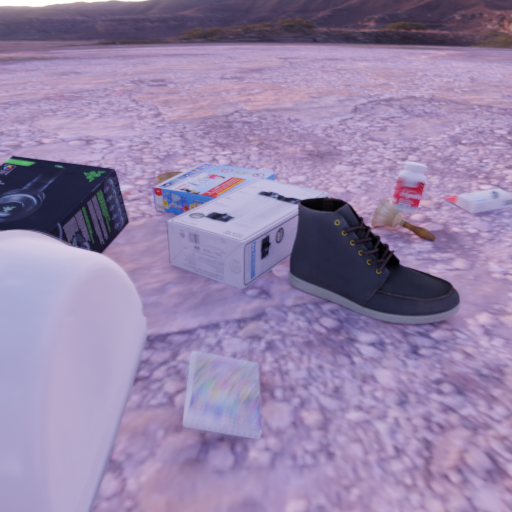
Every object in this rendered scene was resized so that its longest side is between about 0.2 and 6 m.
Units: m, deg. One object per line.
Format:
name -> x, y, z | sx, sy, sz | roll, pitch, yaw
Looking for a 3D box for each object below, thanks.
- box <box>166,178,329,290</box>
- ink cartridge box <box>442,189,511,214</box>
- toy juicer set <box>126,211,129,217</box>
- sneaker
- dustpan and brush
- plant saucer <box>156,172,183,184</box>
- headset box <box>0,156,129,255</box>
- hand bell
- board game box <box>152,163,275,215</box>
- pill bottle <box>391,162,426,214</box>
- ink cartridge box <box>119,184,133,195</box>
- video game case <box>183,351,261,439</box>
box -> -0.049, -0.516, 9.928 | 1.622, 0.836, 2.781 | 16, 31, 30
ink cartridge box -> 4.823, -1.273, 12.166 | 1.144, 0.256, 1.008 | -10, 29, -20
toy juicer set -> -3.305, -0.847, 10.822 | 1.407, 0.602, 2.211 | 14, 31, 26
sneaker -> 1.662, 0.033, 8.144 | 2.644, 1.405, 0.989 | 14, 29, 26
dustpan and brush -> -1.827, 0.436, 4.142 | 1.023, 3.574, 2.494 | 6, 49, 5
plant saucer -> -1.908, -1.795, 13.334 | 0.941, 0.167, 0.941 | 0, 26, 0
headset box -> -3.571, -0.531, 9.045 | 2.143, 1.142, 2.461 | 10, 41, 18
hand bell -> 2.851, -0.588, 10.608 | 1.178, 0.613, 0.613 | 30, 37, 27
board game box -> -0.857, -1.385, 11.982 | 1.894, 0.541, 1.934 | 13, 29, 26
pill bottle -> 2.967, -1.325, 10.838 | 0.525, 0.935, 0.525 | 9, 19, -3
ink cartridge box -> -3.299, -1.410, 12.542 | 0.737, 0.218, 0.920 | 12, 23, 24
video game case -> -0.366, 1.531, 6.293 | 0.828, 0.104, 1.156 | 13, 27, -9
